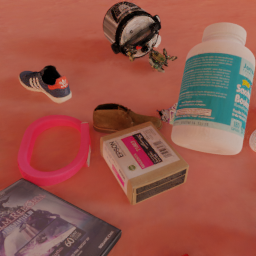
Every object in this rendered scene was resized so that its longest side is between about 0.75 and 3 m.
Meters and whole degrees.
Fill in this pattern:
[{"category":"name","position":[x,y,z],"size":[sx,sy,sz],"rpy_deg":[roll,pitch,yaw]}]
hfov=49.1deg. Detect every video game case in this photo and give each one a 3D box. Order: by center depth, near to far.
[{"category":"video game case","position":[-1.862,2.112,5.605],"size":[2.881,0.273,2.058],"rpy_deg":[21,29,22]}]

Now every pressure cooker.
[{"category":"pressure cooker","position":[0.212,-4.173,12.058],"size":[2.073,2.041,2.321],"rpy_deg":[2,36,-34]}]

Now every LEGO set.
[{"category":"LEGO set","position":[0.916,-2.803,11.361],"size":[2.251,0.638,1.462],"rpy_deg":[15,53,-15]}]

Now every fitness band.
[{"category":"fitness band","position":[-1.997,0.487,7.755],"size":[1.886,0.491,2.626],"rpy_deg":[-4,39,-4]}]

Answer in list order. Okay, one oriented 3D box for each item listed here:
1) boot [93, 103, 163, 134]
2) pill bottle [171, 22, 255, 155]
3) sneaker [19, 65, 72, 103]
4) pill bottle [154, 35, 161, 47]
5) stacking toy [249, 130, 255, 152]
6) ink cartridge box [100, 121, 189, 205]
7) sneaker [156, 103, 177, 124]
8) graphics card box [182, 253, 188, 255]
[{"category":"boot","position":[-0.011,-0.273,8.411],"size":[2.139,0.807,0.787],"rpy_deg":[3,38,1]},{"category":"pill bottle","position":[2.113,-0.941,6.832],"size":[1.658,1.658,2.992],"rpy_deg":[10,82,12]},{"category":"sneaker","position":[-3.028,-1.836,10.043],"size":[2.506,1.059,0.939],"rpy_deg":[24,46,26]},{"category":"pill bottle","position":[1.002,-4.272,13.271],"size":[0.594,0.594,1.057],"rpy_deg":[-31,50,-31]},{"category":"stacking toy","position":[4.624,-0.207,7.932],"size":[2.951,2.156,2.156],"rpy_deg":[-35,48,-9]},{"category":"ink cartridge box","position":[0.361,0.803,7.197],"size":[1.569,0.715,1.905],"rpy_deg":[-18,45,-21]},{"category":"sneaker","position":[1.261,-0.540,9.042],"size":[0.674,0.375,0.964],"rpy_deg":[12,41,12]},{"category":"graphics card box","position":[1.080,2.907,5.065],"size":[0.653,0.265,1.041],"rpy_deg":[-17,42,-20]}]
